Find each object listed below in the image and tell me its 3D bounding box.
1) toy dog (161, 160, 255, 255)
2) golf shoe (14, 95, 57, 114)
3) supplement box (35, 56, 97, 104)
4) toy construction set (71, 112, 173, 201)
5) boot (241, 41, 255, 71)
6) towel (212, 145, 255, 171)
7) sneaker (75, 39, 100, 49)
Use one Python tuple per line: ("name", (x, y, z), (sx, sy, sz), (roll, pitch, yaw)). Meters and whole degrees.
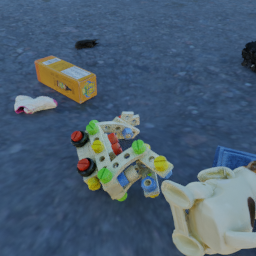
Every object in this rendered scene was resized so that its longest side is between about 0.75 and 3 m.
("toy dog", (1.823, 1.227, 4.846), (1.925, 1.343, 1.867), (-18, -1, -29))
("golf shoe", (-2.790, -0.644, 8.448), (1.281, 0.482, 0.586), (1, 54, 4))
("supplement box", (-2.121, -1.693, 9.460), (2.395, 0.797, 0.824), (30, 45, 33))
("toy construction set", (-0.228, 0.456, 6.249), (1.818, 1.277, 2.773), (-27, 31, 4))
("boot", (5.942, -2.597, 10.524), (2.842, 1.052, 2.329), (-10, 35, -13))
("towel", (2.753, 1.092, 5.833), (1.991, 0.483, 1.112), (14, 63, 16))
("sneaker", (-1.816, -3.784, 12.560), (0.580, 0.334, 1.111), (19, 38, 30))
